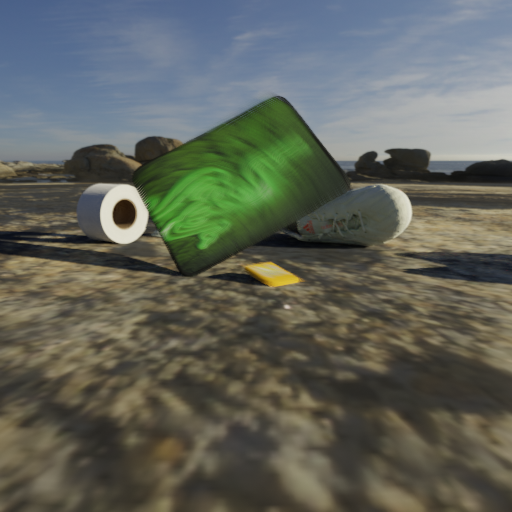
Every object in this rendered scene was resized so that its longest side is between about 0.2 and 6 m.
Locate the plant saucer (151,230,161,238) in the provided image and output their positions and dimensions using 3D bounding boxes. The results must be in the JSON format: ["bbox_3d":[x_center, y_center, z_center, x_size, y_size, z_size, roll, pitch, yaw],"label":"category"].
[{"bbox_3d":[-1.810,-0.504,11.672,0.751,0.188,0.751,-1,9,0],"label":"plant saucer"}]

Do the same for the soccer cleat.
[{"bbox_3d":[1.442,-0.665,10.319,1.218,1.088,3.140,-11,7,-33],"label":"soccer cleat"}]

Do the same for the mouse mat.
[{"bbox_3d":[-0.279,-1.087,7.995,2.664,2.144,0.100,-30,-29,-4],"label":"mouse mat"}]

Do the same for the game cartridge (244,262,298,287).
[{"bbox_3d":[0.193,0.235,7.115,0.468,0.086,0.531,-9,26,-41],"label":"game cartridge"}]

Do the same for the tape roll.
[{"bbox_3d":[-2.733,-0.810,10.664,0.768,1.118,1.118,8,12,37],"label":"tape roll"}]
